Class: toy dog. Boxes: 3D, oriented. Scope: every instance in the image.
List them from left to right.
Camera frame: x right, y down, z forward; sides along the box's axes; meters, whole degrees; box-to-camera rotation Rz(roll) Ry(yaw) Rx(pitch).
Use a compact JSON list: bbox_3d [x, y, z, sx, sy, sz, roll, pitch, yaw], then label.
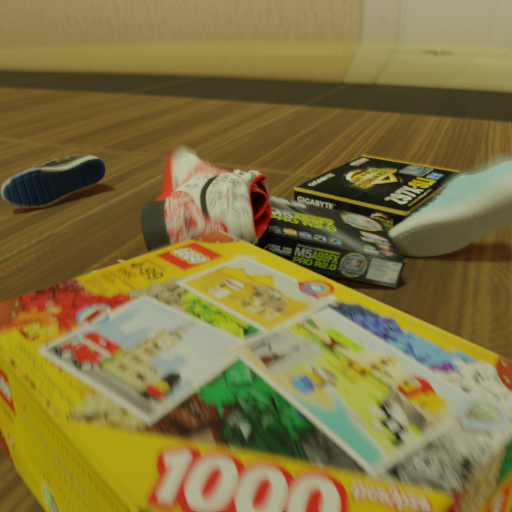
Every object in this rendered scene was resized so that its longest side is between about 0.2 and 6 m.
[{"bbox_3d":[-2.059,0.349,7.857,0.581,0.564,0.406,-5,38,-24],"label":"toy dog"}]

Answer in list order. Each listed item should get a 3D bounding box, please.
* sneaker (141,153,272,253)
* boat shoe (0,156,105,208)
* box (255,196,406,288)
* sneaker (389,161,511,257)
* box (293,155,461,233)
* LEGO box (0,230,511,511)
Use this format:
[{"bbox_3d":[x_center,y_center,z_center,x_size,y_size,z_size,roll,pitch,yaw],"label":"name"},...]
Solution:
[{"bbox_3d":[-0.567,-0.860,8.092,1.577,0.982,2.942,-8,24,6],"label":"sneaker"},{"bbox_3d":[-4.194,-1.541,11.408,2.165,0.782,0.784,-23,34,-39],"label":"boat shoe"},{"bbox_3d":[1.043,-0.278,8.669,2.140,0.474,1.715,12,24,-5],"label":"box"},{"bbox_3d":[3.156,-0.738,8.818,2.317,0.856,0.949,-22,40,26],"label":"sneaker"},{"bbox_3d":[2.414,-1.208,10.949,2.263,0.699,2.834,19,31,32],"label":"box"},{"bbox_3d":[-0.155,1.332,4.650,2.859,1.482,3.840,-22,33,-38],"label":"LEGO box"}]
